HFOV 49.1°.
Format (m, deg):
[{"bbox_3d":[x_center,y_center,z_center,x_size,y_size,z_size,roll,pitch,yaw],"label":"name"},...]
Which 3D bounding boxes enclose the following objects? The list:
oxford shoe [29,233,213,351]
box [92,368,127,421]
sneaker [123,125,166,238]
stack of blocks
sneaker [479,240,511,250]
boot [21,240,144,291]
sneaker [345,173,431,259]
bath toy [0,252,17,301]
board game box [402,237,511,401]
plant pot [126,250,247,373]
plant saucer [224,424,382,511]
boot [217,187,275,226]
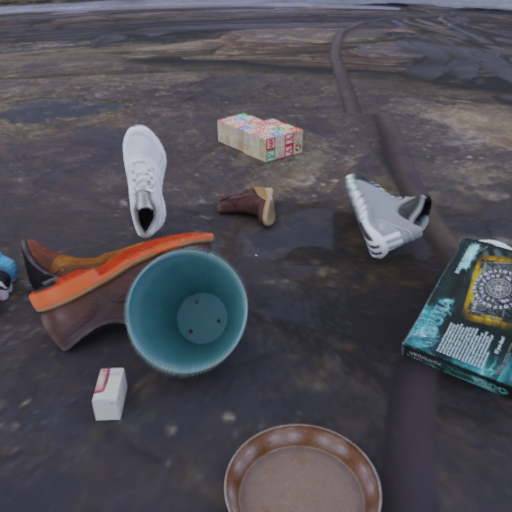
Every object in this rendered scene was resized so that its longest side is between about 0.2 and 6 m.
[{"bbox_3d":[-2.023,0.484,9.349,3.161,1.146,1.125,-25,11,-24],"label":"oxford shoe"},{"bbox_3d":[-2.014,1.905,7.729,0.339,0.398,0.622,-1,31,-2],"label":"box"},{"bbox_3d":[-2.159,-1.417,11.044,0.847,2.274,0.990,-6,23,-4],"label":"sneaker"},{"bbox_3d":[0.083,-3.549,16.537,1.363,0.693,2.367,-22,37,-32],"label":"stack of blocks"},{"bbox_3d":[4.221,0.451,9.735,0.933,0.868,2.162,-13,32,-17],"label":"sneaker"},{"bbox_3d":[-3.068,0.042,10.505,2.218,0.759,2.088,-22,37,-33],"label":"boot"},{"bbox_3d":[2.818,-1.033,11.668,1.513,0.983,2.619,-19,40,10],"label":"sneaker"},{"bbox_3d":[-4.779,0.624,9.518,0.911,0.774,2.094,-3,32,-5],"label":"bath toy"},{"bbox_3d":[3.616,0.848,8.788,1.718,0.358,2.541,21,55,31],"label":"board game box"},{"bbox_3d":[-0.937,0.884,8.466,1.742,1.742,1.173,4,-12,7],"label":"plant pot"},{"bbox_3d":[0.524,2.724,6.459,1.785,0.307,1.785,1,31,0],"label":"plant saucer"},{"bbox_3d":[-0.244,-1.050,12.722,1.289,0.560,1.549,-9,31,9],"label":"boot"}]
